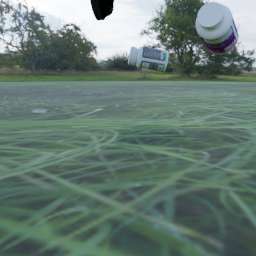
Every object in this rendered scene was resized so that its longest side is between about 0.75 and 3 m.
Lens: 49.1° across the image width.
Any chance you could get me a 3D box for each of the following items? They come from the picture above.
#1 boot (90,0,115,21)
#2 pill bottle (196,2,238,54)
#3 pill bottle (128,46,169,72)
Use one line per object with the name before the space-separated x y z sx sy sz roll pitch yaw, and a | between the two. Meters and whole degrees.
boot | 0.013 -4.021 7.678 2.227 1.121 2.978 -4 -9 -2
pill bottle | 2.266 -2.540 7.149 0.885 0.885 1.575 6 -4 29
pill bottle | 0.841 -2.921 11.755 1.582 0.895 0.895 9 11 -4
